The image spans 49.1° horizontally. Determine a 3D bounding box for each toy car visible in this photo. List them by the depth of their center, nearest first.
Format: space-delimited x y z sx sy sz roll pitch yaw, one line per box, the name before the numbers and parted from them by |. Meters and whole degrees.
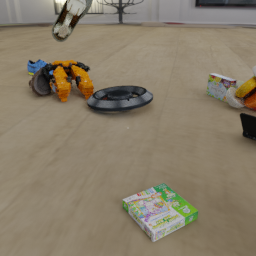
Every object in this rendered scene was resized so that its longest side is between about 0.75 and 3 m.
toy car | 4.544 -1.297 9.662 1.472 1.718 1.963 50 44 9

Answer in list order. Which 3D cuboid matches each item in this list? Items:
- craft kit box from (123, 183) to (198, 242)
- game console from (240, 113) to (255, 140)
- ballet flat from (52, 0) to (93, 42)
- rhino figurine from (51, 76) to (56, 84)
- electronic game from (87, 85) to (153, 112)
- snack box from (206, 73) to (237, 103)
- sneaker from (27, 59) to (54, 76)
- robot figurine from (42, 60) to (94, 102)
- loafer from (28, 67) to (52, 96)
craft kit box | 0.564 1.471 5.072 0.994 0.241 0.982 -16 32 -29
game console | 3.879 0.017 7.385 1.308 0.866 1.487 -21 33 -37
ballet flat | -2.109 -4.389 10.715 0.960 2.849 0.908 25 49 -23
rhino figurine | -3.045 -1.965 12.167 0.546 0.374 1.250 -3 27 -9
electronic game | -0.282 -1.059 10.067 2.376 0.494 2.376 -5 23 2
snack box | 3.543 -1.547 10.712 0.314 0.844 1.186 -10 26 -23
sneaker | -4.165 -2.979 13.874 1.959 0.768 0.646 11 25 19
robot figurine | -2.401 -2.028 11.375 1.967 0.790 2.713 -7 35 -20
loafer | -3.660 -1.781 11.563 0.780 0.802 2.196 -36 26 10
